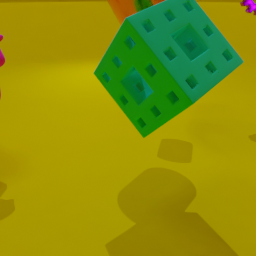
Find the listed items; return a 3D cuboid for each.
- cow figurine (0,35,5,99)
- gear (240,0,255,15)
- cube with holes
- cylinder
[{"bbox_3d":[-3.094,-1.262,5.679,1.659,1.632,0.910,19,24,41],"label":"cow figurine"},{"bbox_3d":[3.684,-3.731,7.801,1.084,1.084,0.200,-1,21,-2],"label":"gear"},{"bbox_3d":[0.569,-0.934,4.348,1.353,1.353,1.353,-37,-2,-32],"label":"cube with holes"},{"bbox_3d":[0.360,-2.498,5.715,1.267,1.267,1.267,-24,33,17],"label":"cylinder"}]
